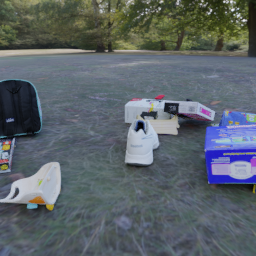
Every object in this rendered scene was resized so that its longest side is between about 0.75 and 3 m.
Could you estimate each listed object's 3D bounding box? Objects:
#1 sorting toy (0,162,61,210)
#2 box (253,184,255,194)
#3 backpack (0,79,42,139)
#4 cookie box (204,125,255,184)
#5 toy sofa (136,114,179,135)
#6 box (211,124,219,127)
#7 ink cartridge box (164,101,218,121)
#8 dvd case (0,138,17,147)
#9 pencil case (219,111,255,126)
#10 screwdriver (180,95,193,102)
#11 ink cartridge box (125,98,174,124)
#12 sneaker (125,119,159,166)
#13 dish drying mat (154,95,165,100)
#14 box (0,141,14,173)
[{"bbox_3d":[-2.301,1.460,6.583,1.202,0.713,1.335,-7,20,5],"label":"sorting toy"},{"bbox_3d":[3.556,1.380,7.166,0.317,0.346,0.987,17,25,41],"label":"box"},{"bbox_3d":[-4.310,-0.799,10.736,1.876,2.134,1.636,-8,13,-17],"label":"backpack"},{"bbox_3d":[3.289,0.611,7.683,2.205,0.969,2.578,-4,12,18],"label":"cookie box"},{"bbox_3d":[1.144,-0.097,11.184,1.693,0.826,0.701,-1,-6,-3],"label":"toy sofa"},{"bbox_3d":[3.866,0.049,11.031,1.116,0.359,0.391,-2,18,-5],"label":"box"},{"bbox_3d":[2.698,-0.656,11.700,1.350,0.529,2.851,6,-1,33],"label":"ink cartridge box"},{"bbox_3d":[-4.559,0.572,9.918,1.134,0.091,0.843,-7,19,-17],"label":"dvd case"},{"bbox_3d":[4.681,0.005,9.955,2.795,1.091,1.214,5,48,14],"label":"pencil case"},{"bbox_3d":[3.402,-1.697,16.363,0.241,0.231,1.654,28,12,-16],"label":"screwdriver"},{"bbox_3d":[1.025,-0.731,12.554,2.024,0.838,1.475,5,20,15],"label":"ink cartridge box"},{"bbox_3d":[0.513,0.211,9.248,1.051,1.228,2.820,1,18,5],"label":"sneaker"},{"bbox_3d":[1.936,-1.872,17.064,0.382,0.090,0.994,7,21,21],"label":"dish drying mat"},{"bbox_3d":[-4.184,0.905,8.553,1.192,0.347,1.741,-6,20,-18],"label":"box"}]
